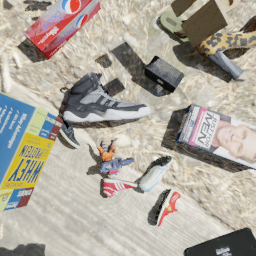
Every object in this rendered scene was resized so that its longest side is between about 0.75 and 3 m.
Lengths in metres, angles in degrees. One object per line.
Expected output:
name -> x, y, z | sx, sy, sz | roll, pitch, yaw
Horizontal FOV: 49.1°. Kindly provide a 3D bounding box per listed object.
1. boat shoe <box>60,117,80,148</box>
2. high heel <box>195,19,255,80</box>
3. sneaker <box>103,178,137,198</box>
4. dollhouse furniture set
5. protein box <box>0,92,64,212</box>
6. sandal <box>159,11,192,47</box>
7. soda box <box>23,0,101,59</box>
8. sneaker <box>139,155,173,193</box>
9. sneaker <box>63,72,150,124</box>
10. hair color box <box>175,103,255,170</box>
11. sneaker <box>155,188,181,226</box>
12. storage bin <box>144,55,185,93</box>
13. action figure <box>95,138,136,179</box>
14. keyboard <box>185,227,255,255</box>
boat shoe -> -1.783, 0.130, 8.455 | 0.348, 0.417, 1.117 | -39, 80, 2
high heel -> 3.298, -3.072, 8.338 | 1.955, 0.979, 2.742 | 35, 92, -13
sneaker -> -0.250, 1.824, 8.283 | 1.019, 0.363, 0.573 | 6, 80, 8
dollhouse furniture set -> 1.766, -2.681, 5.508 | 1.426, 1.162, 1.357 | -33, 97, -17
protein box -> -3.773, 0.389, 7.516 | 2.778, 1.874, 2.757 | 21, 84, 10
sandal -> 1.762, -3.106, 8.762 | 1.734, 0.495, 0.688 | 29, 84, 3
soda box -> -1.970, -3.322, 8.647 | 0.844, 0.764, 2.411 | 44, 86, 6
sneaker -> 0.867, 1.362, 8.344 | 1.326, 0.476, 0.480 | -46, 124, -12
sneaker -> -0.645, -0.903, 8.266 | 2.577, 0.972, 1.466 | -2, 86, 2
hair color box -> 2.762, 0.265, 8.271 | 2.425, 0.734, 1.213 | 20, 84, 2
sneaker -> 1.186, 2.379, 8.192 | 0.504, 0.457, 1.187 | 29, 85, -2
storage bin -> 1.087, -1.610, 8.477 | 1.087, 0.735, 0.510 | 35, 84, 4
action figure -> -0.444, 0.915, 8.357 | 1.246, 0.652, 1.205 | -2, 83, -35
keyboard -> 2.804, 3.751, 8.156 | 2.092, 0.415, 1.089 | -18, 61, -1
